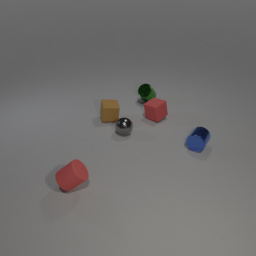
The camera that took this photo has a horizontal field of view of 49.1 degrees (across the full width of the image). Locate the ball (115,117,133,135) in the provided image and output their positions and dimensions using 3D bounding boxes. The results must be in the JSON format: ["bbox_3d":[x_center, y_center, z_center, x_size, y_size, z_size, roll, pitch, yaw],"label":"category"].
[{"bbox_3d":[-0.153,-0.071,10.957,0.700,0.700,0.700,0,32,0],"label":"ball"}]

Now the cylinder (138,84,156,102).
[{"bbox_3d":[0.906,-1.647,13.244,0.700,0.700,0.700,20,-7,29],"label":"cylinder"}]

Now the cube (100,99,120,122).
[{"bbox_3d":[-0.778,-0.743,11.878,0.700,0.700,0.700,0,37,-13],"label":"cube"}]

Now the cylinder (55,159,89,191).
[{"bbox_3d":[-1.641,1.390,8.236,0.700,0.700,0.700,-35,27,17],"label":"cylinder"}]

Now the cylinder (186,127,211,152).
[{"bbox_3d":[2.557,0.406,10.174,0.700,0.700,0.700,17,35,25],"label":"cylinder"}]

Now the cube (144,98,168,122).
[{"bbox_3d":[1.188,-0.789,11.958,0.700,0.700,0.700,-34,37,-33],"label":"cube"}]
